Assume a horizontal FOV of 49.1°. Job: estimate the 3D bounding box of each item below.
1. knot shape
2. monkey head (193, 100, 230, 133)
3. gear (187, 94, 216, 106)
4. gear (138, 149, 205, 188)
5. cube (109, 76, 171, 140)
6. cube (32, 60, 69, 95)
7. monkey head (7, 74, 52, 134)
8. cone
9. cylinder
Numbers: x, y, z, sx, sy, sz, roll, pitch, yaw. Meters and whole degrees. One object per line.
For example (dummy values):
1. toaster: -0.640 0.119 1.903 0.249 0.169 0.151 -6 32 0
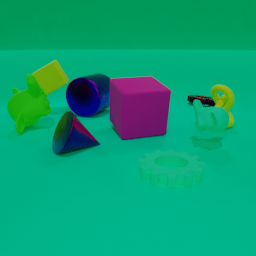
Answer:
1. knot shape: 2.860 -0.575 8.451 0.602 1.220 1.303 -5 -25 13
2. monkey head: 1.967 -0.315 6.631 0.754 0.900 1.251 -18 -5 30
3. gear: 3.078 -1.153 11.502 1.244 0.230 1.244 6 15 -2
4. gear: 0.854 0.771 5.556 1.283 0.237 1.283 0 17 0
5. cube: 0.276 -0.603 7.802 1.314 1.314 1.314 -7 28 -17
6. cube: -2.624 -1.736 9.570 0.822 0.822 0.822 -29 19 4
7. monkey head: -3.007 -0.802 8.220 1.198 1.430 1.988 -20 46 -8
8. cone: -1.115 0.251 6.784 1.057 1.053 1.053 21 5 -32
9. cylinder: -1.291 -1.197 9.980 1.356 1.356 1.356 7 18 21
